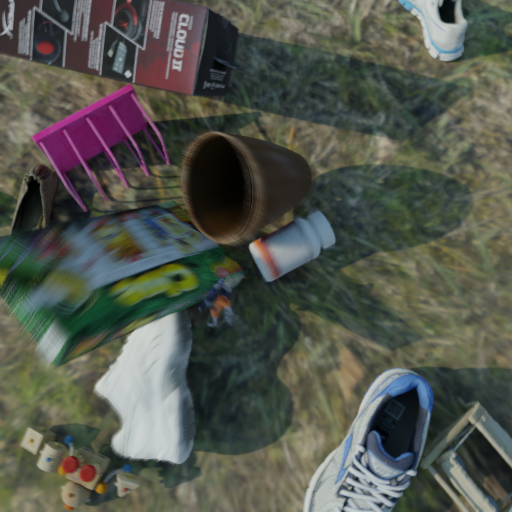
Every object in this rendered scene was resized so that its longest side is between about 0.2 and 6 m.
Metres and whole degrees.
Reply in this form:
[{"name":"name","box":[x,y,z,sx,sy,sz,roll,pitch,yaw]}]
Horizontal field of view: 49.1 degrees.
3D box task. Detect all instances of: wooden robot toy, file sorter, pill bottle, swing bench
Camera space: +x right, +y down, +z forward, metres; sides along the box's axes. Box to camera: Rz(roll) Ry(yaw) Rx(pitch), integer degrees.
[{"name":"wooden robot toy","box":[-2.724,3.326,8.311,1.942,0.855,0.881,22,85,7]},{"name":"file sorter","box":[-2.551,-1.762,9.627,1.830,1.271,1.147,-32,77,-9]},{"name":"pill bottle","box":[0.603,-0.174,9.348,1.315,0.721,0.721,-29,75,-4]},{"name":"swing bench","box":[3.318,3.165,8.238,1.475,0.957,1.467,-38,76,-11]}]

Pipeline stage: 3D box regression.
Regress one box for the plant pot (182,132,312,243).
[{"name":"plant pot","box":[0.015,-1.157,8.882,1.758,1.643,1.643,-15,69,-44]}]

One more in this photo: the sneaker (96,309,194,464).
[{"name":"sneaker","box":[-1.768,1.670,8.647,1.466,1.149,2.950,-5,69,6]}]

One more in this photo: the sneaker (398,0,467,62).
[{"name":"sneaker","box":[3.450,-4.982,10.782,0.875,1.011,2.334,-22,73,-6]}]

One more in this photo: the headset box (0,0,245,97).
[{"name":"headset box","box":[-1.952,-3.582,9.359,3.552,2.640,1.332,13,107,4]}]

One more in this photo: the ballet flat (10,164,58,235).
[{"name":"ballet flat","box":[-3.864,-0.473,9.581,0.815,0.560,2.418,4,73,1]}]

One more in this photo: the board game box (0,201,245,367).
[{"name":"board game box","box":[-1.876,0.162,8.133,1.894,0.424,3.615,46,34,15]}]

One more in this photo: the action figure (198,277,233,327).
[{"name":"action figure","box":[-0.548,0.713,8.276,0.394,0.754,0.729,22,44,-22]}]

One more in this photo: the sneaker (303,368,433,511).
[{"name":"sneaker","box":[1.627,3.042,8.052,1.244,1.375,3.227,24,75,8]}]
